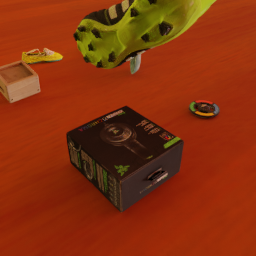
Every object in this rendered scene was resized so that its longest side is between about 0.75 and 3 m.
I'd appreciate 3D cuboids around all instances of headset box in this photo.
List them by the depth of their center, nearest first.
[{"bbox_3d":[-0.039,0.578,6.089,1.757,0.936,2.018,-26,44,-31],"label":"headset box"}]

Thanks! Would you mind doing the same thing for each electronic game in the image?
[{"bbox_3d":[2.250,-0.579,8.271,0.895,0.186,0.895,0,37,0],"label":"electronic game"}]

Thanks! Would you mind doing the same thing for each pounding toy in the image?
[{"bbox_3d":[-3.583,-1.525,9.111,1.221,0.943,1.327,-29,56,-32],"label":"pounding toy"}]

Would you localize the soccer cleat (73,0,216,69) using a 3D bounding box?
[{"bbox_3d":[0.111,-1.664,4.623,1.201,1.001,2.964,-34,21,-30],"label":"soccer cleat"}]

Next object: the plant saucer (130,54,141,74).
[{"bbox_3d":[0.279,-2.531,10.094,0.210,1.169,1.169,2,36,-10],"label":"plant saucer"}]

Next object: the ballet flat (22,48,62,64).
[{"bbox_3d":[-3.401,-2.884,11.087,1.558,0.522,0.521,-11,38,-14],"label":"ballet flat"}]
